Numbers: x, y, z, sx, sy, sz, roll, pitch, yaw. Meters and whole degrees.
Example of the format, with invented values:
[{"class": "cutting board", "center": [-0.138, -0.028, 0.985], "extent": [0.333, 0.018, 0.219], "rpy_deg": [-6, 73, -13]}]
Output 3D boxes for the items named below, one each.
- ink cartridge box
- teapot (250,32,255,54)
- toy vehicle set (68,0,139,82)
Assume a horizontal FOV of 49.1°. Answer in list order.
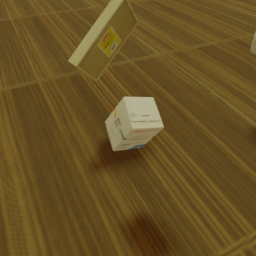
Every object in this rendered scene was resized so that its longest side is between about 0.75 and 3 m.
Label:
[{"class": "ink cartridge box", "center": [0.096, -0.071, 5.198], "extent": [0.667, 0.906, 0.656], "rpy_deg": [-4, 64, -30]}, {"class": "teapot", "center": [3.801, -2.444, 7.598], "extent": [0.710, 0.973, 0.960], "rpy_deg": [14, 18, 18]}, {"class": "toy vehicle set", "center": [-0.551, -2.227, 7.096], "extent": [0.268, 1.255, 2.020], "rpy_deg": [37, 93, 18]}]
